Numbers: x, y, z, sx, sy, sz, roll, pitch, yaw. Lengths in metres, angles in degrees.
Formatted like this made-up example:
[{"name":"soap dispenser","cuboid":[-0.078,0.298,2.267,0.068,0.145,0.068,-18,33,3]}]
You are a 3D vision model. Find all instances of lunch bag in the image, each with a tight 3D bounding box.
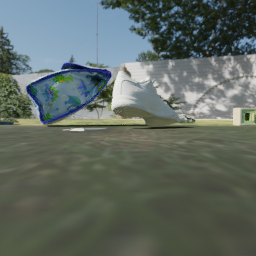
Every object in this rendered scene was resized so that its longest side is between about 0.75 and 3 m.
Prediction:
[{"name":"lunch bag","cuboid":[-2.083,-1.372,10.111,2.799,1.784,2.380,-24,11,-13]}]

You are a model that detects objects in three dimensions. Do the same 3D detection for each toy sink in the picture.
[{"name":"toy sink","cuboid":[4.536,-0.421,10.479,1.004,0.655,0.563,1,2,-7]}]

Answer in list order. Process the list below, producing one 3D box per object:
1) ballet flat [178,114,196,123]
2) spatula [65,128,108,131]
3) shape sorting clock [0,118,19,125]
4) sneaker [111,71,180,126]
[{"name":"ballet flat","cuboid":[2.837,-0.411,13.674,1.300,0.466,0.466,-2,3,-38]},{"name":"spatula","cuboid":[-0.930,0.047,6.188,0.875,0.070,0.609,0,-3,-29]},{"name":"shape sorting clock","cuboid":[-5.649,-0.350,11.517,2.171,0.426,2.171,0,3,0]},{"name":"sneaker","cuboid":[0.659,-0.825,8.215,1.065,1.252,2.830,-12,-20,35]}]
